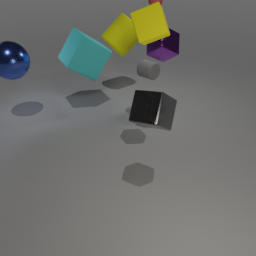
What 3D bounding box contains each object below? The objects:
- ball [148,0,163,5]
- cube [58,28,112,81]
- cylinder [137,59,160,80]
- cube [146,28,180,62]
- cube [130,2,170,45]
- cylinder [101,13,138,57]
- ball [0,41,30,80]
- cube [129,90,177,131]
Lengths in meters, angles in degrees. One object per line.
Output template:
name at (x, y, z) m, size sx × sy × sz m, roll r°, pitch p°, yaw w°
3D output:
ball at (1.335, -6.194, 13.565) m, size 0.700 × 0.700 × 0.700 m, roll 0°, pitch 30°, yaw 0°
cube at (-1.775, -3.001, 11.459) m, size 1.400 × 1.400 × 1.400 m, roll 21°, pitch 17°, yaw -38°
cylinder at (0.827, -2.357, 11.330) m, size 0.700 × 0.700 × 0.700 m, roll -26°, pitch 39°, yaw -38°
cube at (1.040, -2.489, 8.333) m, size 0.700 × 0.700 × 0.700 m, roll 12°, pitch -15°, yaw -34°
cube at (0.538, -2.434, 6.600) m, size 0.700 × 0.700 × 0.700 m, roll -16°, pitch 9°, yaw 16°
cylinder at (-0.271, -4.292, 13.028) m, size 1.400 × 1.400 × 1.400 m, roll -47°, pitch 35°, yaw 7°
ball at (-4.345, -2.483, 10.341) m, size 1.400 × 1.400 × 1.400 m, roll 0°, pitch 30°, yaw 0°
cube at (0.542, -0.377, 6.037) m, size 0.700 × 0.700 × 0.700 m, roll 10°, pitch -4°, yaw 36°
